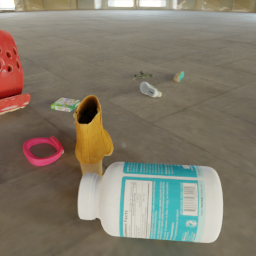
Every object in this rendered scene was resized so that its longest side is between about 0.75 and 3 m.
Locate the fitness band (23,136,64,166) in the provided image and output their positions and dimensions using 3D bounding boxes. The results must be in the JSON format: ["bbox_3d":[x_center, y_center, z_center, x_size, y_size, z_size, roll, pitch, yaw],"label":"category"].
[{"bbox_3d":[-2.451,0.628,8.081,0.992,0.259,1.382,-21,34,-29],"label":"fitness band"}]

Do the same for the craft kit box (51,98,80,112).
[{"bbox_3d":[-2.439,-0.920,10.981,0.823,0.202,0.834,6,29,17],"label":"craft kit box"}]

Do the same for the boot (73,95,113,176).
[{"bbox_3d":[-0.882,-0.015,7.480,0.941,1.914,2.674,0,28,-1],"label":"boot"}]

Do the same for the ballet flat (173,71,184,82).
[{"bbox_3d":[2.470,-2.539,13.774,0.369,0.398,1.129,2,24,24],"label":"ballet flat"}]

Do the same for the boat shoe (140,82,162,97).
[{"bbox_3d":[0.953,-1.610,12.083,0.409,0.475,1.319,13,22,-34],"label":"boat shoe"}]

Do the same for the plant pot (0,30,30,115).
[{"bbox_3d":[-4.816,-1.579,9.251,2.759,2.512,2.759,-15,10,3],"label":"plant pot"}]

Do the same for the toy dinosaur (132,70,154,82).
[{"bbox_3d":[0.658,-2.596,13.961,1.365,0.324,0.602,-18,40,-24],"label":"toy dinosaur"}]

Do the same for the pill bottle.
[{"bbox_3d":[0.387,1.385,5.422,2.556,1.416,1.416,3,29,4],"label":"pill bottle"}]
